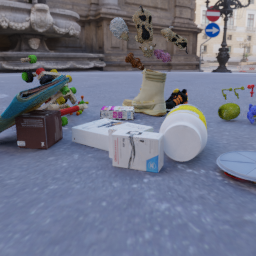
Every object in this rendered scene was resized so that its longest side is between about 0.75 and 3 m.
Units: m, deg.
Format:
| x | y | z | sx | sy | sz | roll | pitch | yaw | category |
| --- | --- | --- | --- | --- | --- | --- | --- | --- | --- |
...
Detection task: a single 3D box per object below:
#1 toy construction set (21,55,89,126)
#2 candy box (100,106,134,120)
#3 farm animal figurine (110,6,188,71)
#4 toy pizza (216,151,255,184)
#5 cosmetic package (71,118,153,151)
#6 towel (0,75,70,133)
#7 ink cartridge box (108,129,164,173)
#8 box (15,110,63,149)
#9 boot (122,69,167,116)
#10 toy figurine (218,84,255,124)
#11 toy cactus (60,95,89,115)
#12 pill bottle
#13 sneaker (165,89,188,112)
| x | y | z | sx | sy | sz | roll | pitch | yaw | category |
| --- | --- | --- | --- | --- | --- | --- | --- | --- | --- |
| -2.614 | -1.346 | 11.210 | 2.829 | 2.359 | 2.173 | 37 | 39 | 30 | toy construction set |
| -0.429 | -0.644 | 11.885 | 1.390 | 0.424 | 0.948 | 1 | 14 | 3 | candy box |
| 0.773 | -3.029 | 9.463 | 2.217 | 2.193 | 1.156 | -26 | 20 | 4 | farm animal figurine |
| 2.879 | 0.904 | 6.096 | 1.843 | 0.292 | 1.843 | 1 | 13 | 0 | toy pizza |
| -0.474 | 0.193 | 8.469 | 2.002 | 0.517 | 1.510 | 11 | 21 | 36 | cosmetic package |
| -3.130 | -0.564 | 8.275 | 2.754 | 0.299 | 2.019 | -30 | 8 | 36 | towel |
| 0.094 | 0.508 | 6.576 | 1.423 | 0.824 | 0.475 | 5 | 17 | 21 | ink cartridge box |
| -2.594 | 0.014 | 8.298 | 0.936 | 0.927 | 1.128 | 2 | 14 | 9 | box |
| 0.725 | -1.689 | 12.823 | 0.929 | 1.984 | 2.552 | -12 | 18 | -39 | boot |
| 5.128 | -0.819 | 10.804 | 2.756 | 1.454 | 1.651 | -3 | 20 | -9 | toy figurine |
| -2.559 | -0.968 | 12.852 | 1.274 | 0.789 | 1.544 | -5 | 21 | 21 | toy cactus |
| 1.477 | 0.103 | 7.401 | 1.192 | 1.192 | 2.120 | 4 | 15 | 14 | pill bottle |
| 2.205 | -1.413 | 13.711 | 0.787 | 1.013 | 2.251 | 13 | 19 | 40 | sneaker |
